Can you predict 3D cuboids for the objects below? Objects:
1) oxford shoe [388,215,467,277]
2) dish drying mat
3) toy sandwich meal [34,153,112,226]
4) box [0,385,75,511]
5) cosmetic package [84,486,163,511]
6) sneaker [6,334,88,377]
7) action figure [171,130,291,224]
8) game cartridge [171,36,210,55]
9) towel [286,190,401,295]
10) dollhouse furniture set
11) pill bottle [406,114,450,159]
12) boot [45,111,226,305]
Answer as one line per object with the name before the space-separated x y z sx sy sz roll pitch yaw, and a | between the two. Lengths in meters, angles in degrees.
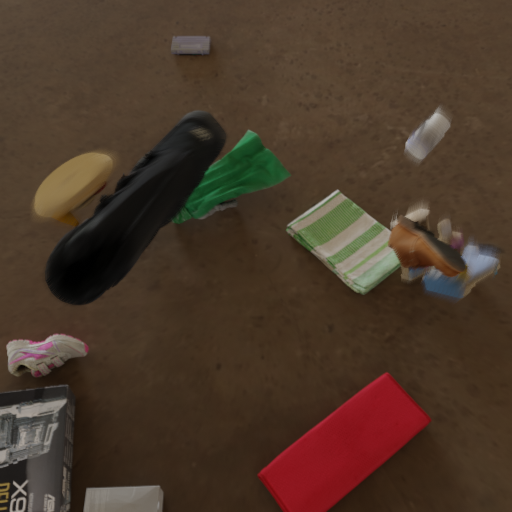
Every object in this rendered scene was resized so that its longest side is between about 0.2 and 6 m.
oxford shoe | 2.849 -0.018 9.516 0.756 0.755 2.119 27 13 -16
dish drying mat | 1.523 3.241 9.492 2.976 0.271 1.143 -31 61 -21
toy sandwich meal | -3.061 -1.117 9.573 1.682 0.576 1.682 -17 42 16
box | -4.014 3.428 9.131 1.891 0.597 2.398 -5 55 -5
cosmetic package | -2.076 3.999 8.806 1.184 0.534 0.633 2 55 -3
sneaker | -3.830 1.892 10.268 1.519 0.618 0.670 -9 56 4
action figure | -0.785 -1.555 12.576 2.736 0.748 1.616 -34 62 -13
game cartridge | -1.870 -6.033 16.079 1.088 0.209 0.705 1 59 0
towel | 2.000 -0.345 12.012 1.736 0.266 2.276 -36 62 -23
dollhouse furniture set | 3.817 -0.216 10.705 1.742 1.204 1.845 -24 20 -23
pill bottle | 3.421 -2.385 11.133 0.834 0.474 0.474 -47 65 0
boot | -2.224 -0.528 9.849 1.300 3.265 3.962 33 43 -10
